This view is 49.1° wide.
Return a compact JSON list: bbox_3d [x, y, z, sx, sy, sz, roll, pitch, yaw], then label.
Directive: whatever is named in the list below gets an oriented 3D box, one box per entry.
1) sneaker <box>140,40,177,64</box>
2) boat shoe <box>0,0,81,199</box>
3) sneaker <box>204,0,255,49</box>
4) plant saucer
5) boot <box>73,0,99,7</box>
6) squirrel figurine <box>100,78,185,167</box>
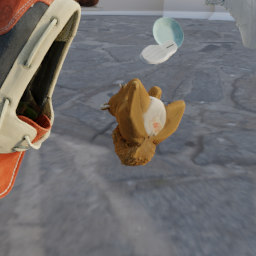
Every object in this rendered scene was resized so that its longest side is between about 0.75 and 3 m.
[{"bbox_3d":[0.798,-1.928,7.557,1.475,0.522,0.539,-30,76,-41],"label":"sneaker"},{"bbox_3d":[-1.323,-0.229,3.361,0.884,2.826,1.006,21,21,3],"label":"boat shoe"},{"bbox_3d":[3.190,-3.755,8.636,1.584,2.741,1.010,-4,23,21],"label":"sneaker"},{"bbox_3d":[1.617,-3.845,11.549,1.410,1.410,0.271,-11,-5,-21],"label":"plant saucer"},{"bbox_3d":[-1.193,-1.845,4.485,2.037,1.694,0.737,2,-17,-45],"label":"boot"},{"bbox_3d":[0.022,-0.086,4.296,0.946,1.337,1.248,9,9,-33],"label":"squirrel figurine"}]
